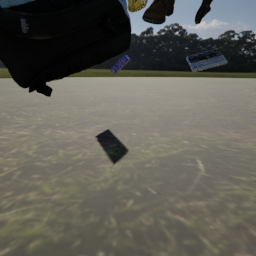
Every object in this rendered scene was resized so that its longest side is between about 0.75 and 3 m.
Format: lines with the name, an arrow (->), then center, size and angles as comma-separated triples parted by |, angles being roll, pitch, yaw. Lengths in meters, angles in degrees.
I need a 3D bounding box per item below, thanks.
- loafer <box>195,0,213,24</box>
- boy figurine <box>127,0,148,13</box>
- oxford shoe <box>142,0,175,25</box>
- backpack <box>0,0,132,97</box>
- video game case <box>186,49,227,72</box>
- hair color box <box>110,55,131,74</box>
loafer -> 2.875, -4.396, 10.384 | 0.423, 1.185, 0.433 | 19, 20, -11
boy figurine -> 0.193, -3.699, 7.512 | 0.590, 1.139, 1.832 | -37, -16, 0
oxford shoe -> 0.859, -3.399, 7.749 | 0.658, 0.765, 1.811 | 20, 44, 11
backpack -> -1.133, -1.808, 4.844 | 2.341, 1.482, 1.954 | -17, -33, 6
video game case -> 2.848, -2.481, 10.247 | 1.231, 0.144, 1.119 | -14, 38, 7
hair color box -> -0.350, -2.959, 13.082 | 0.975, 0.316, 0.533 | -38, 4, 23
